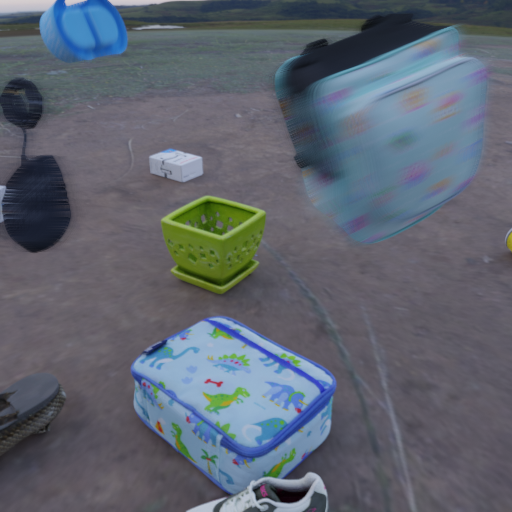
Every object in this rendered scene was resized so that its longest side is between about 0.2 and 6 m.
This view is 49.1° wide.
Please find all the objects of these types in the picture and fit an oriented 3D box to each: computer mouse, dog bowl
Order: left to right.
[{"bbox_3d":[-2.614,-1.133,6.602,0.773,0.449,2.638,-32,59,22],"label":"computer mouse"},{"bbox_3d":[-3.509,-4.590,11.429,0.539,1.211,2.173,-11,20,29],"label":"dog bowl"}]

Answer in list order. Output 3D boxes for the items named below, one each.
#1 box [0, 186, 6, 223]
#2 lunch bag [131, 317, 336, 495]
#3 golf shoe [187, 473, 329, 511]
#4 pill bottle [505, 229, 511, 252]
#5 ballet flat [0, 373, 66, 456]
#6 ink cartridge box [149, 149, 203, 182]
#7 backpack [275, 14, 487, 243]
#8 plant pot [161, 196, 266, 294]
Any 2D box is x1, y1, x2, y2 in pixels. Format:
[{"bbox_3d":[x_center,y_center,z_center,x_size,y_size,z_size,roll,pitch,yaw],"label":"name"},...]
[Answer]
[{"bbox_3d":[-6.306,-0.987,12.489,0.830,0.748,1.475,6,29,12],"label":"box"},{"bbox_3d":[-0.297,1.751,7.204,2.372,0.978,1.907,25,34,37],"label":"lunch bag"},{"bbox_3d":[-0.118,2.628,5.770,1.758,0.774,0.679,-8,30,-11],"label":"golf shoe"},{"bbox_3d":[5.442,-0.115,10.979,0.645,0.645,1.151,-2,28,-4],"label":"pill bottle"},{"bbox_3d":[-3.531,2.359,6.535,0.956,0.658,2.838,24,41,38],"label":"ballet flat"},{"bbox_3d":[-2.219,-2.523,15.598,1.227,0.517,0.896,19,33,31],"label":"ink cartridge box"},{"bbox_3d":[1.842,-1.602,7.945,2.473,2.813,2.156,-28,44,-16],"label":"backpack"},{"bbox_3d":[-0.758,-0.175,10.398,1.438,1.305,1.431,17,32,29],"label":"plant pot"}]
